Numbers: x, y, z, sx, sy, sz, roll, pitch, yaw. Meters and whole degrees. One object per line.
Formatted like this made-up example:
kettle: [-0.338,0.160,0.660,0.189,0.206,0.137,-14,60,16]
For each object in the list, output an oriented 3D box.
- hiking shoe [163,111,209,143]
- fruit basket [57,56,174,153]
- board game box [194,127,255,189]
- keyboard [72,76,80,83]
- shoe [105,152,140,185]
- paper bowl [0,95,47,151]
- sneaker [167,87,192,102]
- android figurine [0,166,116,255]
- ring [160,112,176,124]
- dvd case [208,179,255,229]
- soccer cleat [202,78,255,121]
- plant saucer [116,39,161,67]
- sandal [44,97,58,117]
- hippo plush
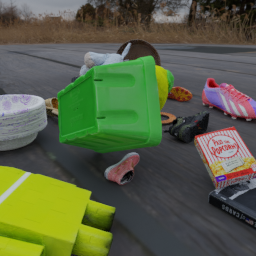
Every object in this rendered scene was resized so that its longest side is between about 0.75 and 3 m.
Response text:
hiking shoe: [1.787,-0.168,8.282,0.879,0.661,1.746,19,28,33]
fruit basket: [-0.009,-0.506,6.287,2.793,2.014,2.793,-4,-6,0]
board game box: [1.892,0.546,5.435,0.852,0.260,1.125,-14,48,-3]
keyboard: [-2.554,-2.710,15.420,1.111,0.423,2.135,-4,22,-11]
shoe: [0.010,0.876,5.993,0.460,0.361,1.011,19,33,39]
paper bowl: [-3.308,-0.154,7.574,2.167,1.127,2.167,-1,21,0]
sneaker: [2.007,-1.522,12.013,1.672,0.610,0.645,17,20,34]
android figurine: [-1.410,1.181,3.992,2.457,0.505,2.236,16,11,-4]
ring: [1.030,-0.323,9.496,1.181,0.113,1.181,-1,21,0]
dvd case: [2.727,1.234,5.112,2.050,0.254,1.541,-16,26,-35]
soccer cleat: [3.718,-1.055,10.060,0.936,1.073,2.806,-10,22,-24]
plant saucer: [0.504,-3.203,13.904,2.361,2.361,0.432,6,24,15]
sandal: [-2.518,-0.742,9.570,1.777,0.652,0.585,23,70,39]
hippo plush: [-0.762,-2.320,13.094,2.646,2.108,2.128,-15,51,-17]
